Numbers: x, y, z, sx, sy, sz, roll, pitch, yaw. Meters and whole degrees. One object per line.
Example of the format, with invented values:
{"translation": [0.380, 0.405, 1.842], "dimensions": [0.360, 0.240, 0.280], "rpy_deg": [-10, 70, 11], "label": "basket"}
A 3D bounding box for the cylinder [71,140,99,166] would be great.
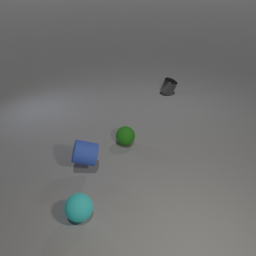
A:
{"translation": [-1.301, 0.752, 8.477], "dimensions": [0.700, 0.700, 0.700], "rpy_deg": [12, 26, -13], "label": "cylinder"}

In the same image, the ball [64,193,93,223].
{"translation": [-1.213, 1.962, 6.906], "dimensions": [0.700, 0.700, 0.700], "rpy_deg": [0, 28, 0], "label": "ball"}

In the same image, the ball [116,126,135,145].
{"translation": [-0.091, 0.283, 10.155], "dimensions": [0.700, 0.700, 0.700], "rpy_deg": [0, 28, 0], "label": "ball"}

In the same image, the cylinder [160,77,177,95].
{"translation": [2.120, -2.167, 14.593], "dimensions": [0.700, 0.700, 0.700], "rpy_deg": [16, 32, -11], "label": "cylinder"}
